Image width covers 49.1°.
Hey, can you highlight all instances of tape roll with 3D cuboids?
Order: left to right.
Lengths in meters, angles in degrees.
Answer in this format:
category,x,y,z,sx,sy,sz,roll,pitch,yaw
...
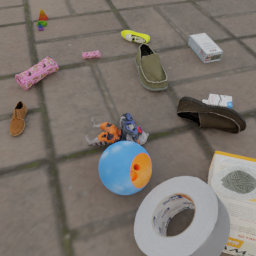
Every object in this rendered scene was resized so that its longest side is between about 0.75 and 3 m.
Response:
category,x,y,z,sx,sy,sz,roll,pitch,yaw
tape roll,1.264,2.296,6.862,2.243,0.741,2.243,-29,32,20

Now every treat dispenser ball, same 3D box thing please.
category,x,y,z,sx,sy,sz,roll,pitch,yaw
treat dispenser ball,-0.074,1.154,8.162,1.559,1.559,1.559,0,47,0

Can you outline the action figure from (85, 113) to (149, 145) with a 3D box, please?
category,x,y,z,sx,sy,sz,roll,pitch,yaw
action figure,-0.307,0.169,9.720,2.045,1.106,2.114,9,19,-1

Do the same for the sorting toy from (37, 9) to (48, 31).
category,x,y,z,sx,sy,sz,roll,pitch,yaw
sorting toy,-4.810,-6.047,15.527,0.589,0.585,1.700,-4,46,-4

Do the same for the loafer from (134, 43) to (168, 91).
category,x,y,z,sx,sy,sz,roll,pitch,yaw
loafer,0.915,-2.672,12.088,1.075,0.996,2.859,-14,49,-12

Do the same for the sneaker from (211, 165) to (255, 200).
category,x,y,z,sx,sy,sz,roll,pitch,yaw
sneaker,2.701,1.205,5.915,1.852,0.920,0.721,-4,67,11

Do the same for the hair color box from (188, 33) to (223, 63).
category,x,y,z,sx,sy,sz,roll,pitch,yaw
hair color box,3.707,-3.886,13.536,0.883,0.541,1.784,-12,47,-11

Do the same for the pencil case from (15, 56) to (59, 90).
category,x,y,z,sx,sy,sz,roll,pitch,yaw
pencil case,-3.872,-2.342,11.938,0.764,0.798,1.845,40,59,14

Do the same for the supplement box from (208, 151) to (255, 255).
category,x,y,z,sx,sy,sz,roll,pitch,yaw
supplement box,3.030,2.049,7.707,1.657,0.967,2.630,12,48,11

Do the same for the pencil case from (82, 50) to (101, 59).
category,x,y,z,sx,sy,sz,roll,pitch,yaw
pencil case,-1.733,-3.465,13.264,0.870,0.376,0.360,-8,61,-6

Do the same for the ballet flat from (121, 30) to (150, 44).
category,x,y,z,sx,sy,sz,roll,pitch,yaw
ballet flat,0.334,-4.602,14.252,1.568,0.524,0.526,14,57,10

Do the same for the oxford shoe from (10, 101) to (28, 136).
category,x,y,z,sx,sy,sz,roll,pitch,yaw
oxford shoe,-4.071,-0.367,10.269,0.551,0.551,1.546,-4,49,-5

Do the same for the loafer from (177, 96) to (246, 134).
category,x,y,z,sx,sy,sz,roll,pitch,yaw
loafer,2.872,-0.290,10.045,2.551,0.931,0.910,21,57,27

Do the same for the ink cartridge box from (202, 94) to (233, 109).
category,x,y,z,sx,sy,sz,roll,pitch,yaw
ink cartridge box,3.482,-0.978,10.950,1.070,0.363,0.621,8,48,7
